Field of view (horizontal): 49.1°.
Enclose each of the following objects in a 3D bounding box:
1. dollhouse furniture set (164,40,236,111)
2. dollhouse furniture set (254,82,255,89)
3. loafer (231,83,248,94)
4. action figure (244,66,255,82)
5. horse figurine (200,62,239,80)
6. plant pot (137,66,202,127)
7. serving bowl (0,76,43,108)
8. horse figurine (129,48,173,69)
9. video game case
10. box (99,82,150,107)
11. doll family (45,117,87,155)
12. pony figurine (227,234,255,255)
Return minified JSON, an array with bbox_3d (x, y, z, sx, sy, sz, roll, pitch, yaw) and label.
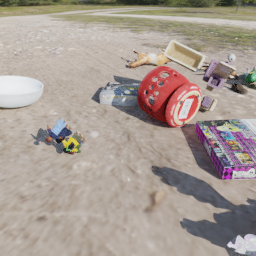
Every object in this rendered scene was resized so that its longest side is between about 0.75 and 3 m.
[{"bbox_3d":[2.243,-1.998,9.248,2.392,1.895,1.698,28,-9,4],"label":"dollhouse furniture set"},{"bbox_3d":[6.333,-2.039,11.738,1.767,0.887,1.158,-14,30,-24],"label":"dollhouse furniture set"},{"bbox_3d":[4.604,-1.652,11.611,0.327,0.317,0.894,-12,29,-22],"label":"loafer"},{"bbox_3d":[5.787,-2.412,12.539,1.475,0.683,2.497,2,17,31],"label":"action figure"},{"bbox_3d":[4.335,-2.902,13.777,1.384,0.521,2.089,5,19,-17],"label":"horse figurine"},{"bbox_3d":[1.367,-0.931,8.798,1.657,1.657,1.508,-20,42,-34],"label":"plant pot"},{"bbox_3d":[-4.264,-1.256,10.256,2.257,0.742,2.257,5,25,-3],"label":"serving bowl"},{"bbox_3d":[1.321,-3.882,15.529,2.709,0.676,1.795,1,35,-7],"label":"horse figurine"},{"bbox_3d":[3.146,0.457,7.335,2.195,0.434,2.421,-1,27,-3],"label":"video game case"},{"bbox_3d":[-0.061,-1.319,10.821,1.810,0.437,1.433,4,27,9],"label":"box"},{"bbox_3d":[-1.563,0.270,6.985,0.671,1.161,0.456,-52,20,-11],"label":"doll family"},{"bbox_3d":[2.718,1.691,4.095,1.884,1.625,1.951,26,14,-24],"label":"pony figurine"}]
